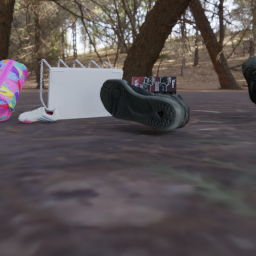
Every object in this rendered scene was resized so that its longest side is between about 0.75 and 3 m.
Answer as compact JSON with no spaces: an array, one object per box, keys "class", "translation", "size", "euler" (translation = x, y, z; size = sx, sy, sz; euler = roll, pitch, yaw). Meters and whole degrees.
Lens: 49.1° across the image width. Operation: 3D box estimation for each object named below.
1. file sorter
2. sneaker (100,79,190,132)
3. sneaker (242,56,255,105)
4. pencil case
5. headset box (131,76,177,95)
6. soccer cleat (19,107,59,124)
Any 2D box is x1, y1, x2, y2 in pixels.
[{"class":"file sorter","translation":[-1.631,-1.388,9.410],"size":[2.357,1.635,1.468],"euler":[-5,31,-28]},{"class":"sneaker","translation":[0.444,-0.542,6.787],"size":[2.396,0.916,1.372],"euler":[21,11,35]},{"class":"sneaker","translation":[4.287,-0.950,8.609],"size":[0.952,1.426,2.490],"euler":[-22,-39,24]},{"class":"pencil case","translation":[-3.895,-1.249,8.813],"size":[1.112,1.112,2.517],"euler":[-1,37,-7]},{"class":"headset box","translation":[0.925,-1.310,10.750],"size":[1.837,0.709,1.367],"euler":[1,-26,9]},{"class":"soccer cleat","translation":[-2.522,-0.410,7.897],"size":[1.115,0.481,0.389],"euler":[-2,48,-9]}]
